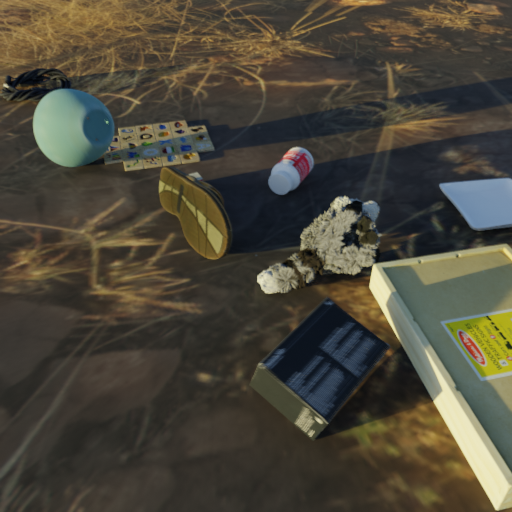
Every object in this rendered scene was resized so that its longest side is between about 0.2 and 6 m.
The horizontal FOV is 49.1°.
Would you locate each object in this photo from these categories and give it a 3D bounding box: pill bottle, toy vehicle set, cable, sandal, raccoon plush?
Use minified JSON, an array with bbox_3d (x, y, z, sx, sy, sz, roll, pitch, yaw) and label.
[{"bbox_3d":[0.731,-1.811,12.066,0.656,0.656,1.169,17,42,20],"label":"pill bottle"},{"bbox_3d":[3.598,1.381,8.159,2.521,0.538,4.058,-8,39,-10],"label":"toy vehicle set"},{"bbox_3d":[-6.327,-4.909,16.082,1.937,0.492,1.580,-2,39,-3],"label":"cable"},{"bbox_3d":[-1.095,-0.928,10.853,0.761,1.139,2.787,-3,27,-33],"label":"sandal"},{"bbox_3d":[1.096,-0.342,9.992,2.483,1.201,1.663,-15,15,0],"label":"raccoon plush"}]

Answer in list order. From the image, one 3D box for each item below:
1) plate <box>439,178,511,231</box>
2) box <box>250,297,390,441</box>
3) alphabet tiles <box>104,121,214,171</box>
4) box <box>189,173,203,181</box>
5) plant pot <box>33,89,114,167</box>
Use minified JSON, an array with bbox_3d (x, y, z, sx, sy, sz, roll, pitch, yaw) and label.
[{"bbox_3d":[4.796,-1.016,11.383,1.661,0.268,1.658,-6,38,-7],"label":"plate"},{"bbox_3d":[0.888,1.505,7.727,1.150,0.643,1.630,40,51,15],"label":"box"},{"bbox_3d":[-2.410,-2.731,13.686,2.597,0.082,2.161,-10,39,-12],"label":"alphabet tiles"},{"bbox_3d":[-1.424,-1.569,12.080,0.484,0.264,0.309,-18,43,-21],"label":"box"},{"bbox_3d":[-3.788,-2.803,12.244,1.150,1.708,1.708,9,35,41],"label":"plant pot"}]
